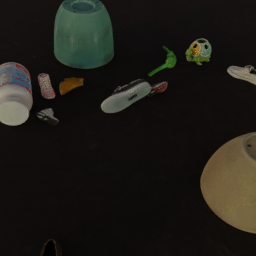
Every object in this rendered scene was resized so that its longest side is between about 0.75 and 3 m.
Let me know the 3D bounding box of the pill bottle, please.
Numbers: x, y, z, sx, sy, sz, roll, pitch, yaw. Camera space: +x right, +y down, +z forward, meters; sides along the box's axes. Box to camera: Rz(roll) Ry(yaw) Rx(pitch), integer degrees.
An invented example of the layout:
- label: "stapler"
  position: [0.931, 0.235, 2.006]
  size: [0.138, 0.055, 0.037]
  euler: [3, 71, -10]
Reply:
- label: "pill bottle"
  position: [-4.330, -1.292, 10.513]
  size: [1.382, 1.382, 2.541]
  euler: [-12, 44, -13]

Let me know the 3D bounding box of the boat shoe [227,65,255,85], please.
- label: "boat shoe"
  position: [5.298, -2.435, 12.318]
  size: [0.664, 0.607, 1.846]
  euler: [-33, 52, -30]

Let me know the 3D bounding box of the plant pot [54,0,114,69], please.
- label: "plant pot"
  position: [-2.078, -4.636, 13.197]
  size: [2.973, 2.386, 2.973]
  euler: [4, 47, -4]

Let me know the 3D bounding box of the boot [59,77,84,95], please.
- label: "boot"
  position: [-2.328, -1.800, 11.736]
  size: [0.885, 0.435, 1.236]
  euler: [-3, 36, 6]

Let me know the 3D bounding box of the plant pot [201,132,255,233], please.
- label: "plant pot"
  position: [3.456, 1.171, 7.551]
  size: [2.671, 1.793, 2.671]
  euler: [0, 43, 0]

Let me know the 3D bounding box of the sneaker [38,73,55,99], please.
- label: "sneaker"
  position: [-3.405, -1.779, 11.565]
  size: [0.494, 0.687, 1.314]
  euler: [-17, 46, -21]

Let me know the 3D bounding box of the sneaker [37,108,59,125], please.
- label: "sneaker"
  position: [-2.852, -0.492, 10.388]
  size: [0.989, 0.373, 0.569]
  euler: [21, 49, 24]

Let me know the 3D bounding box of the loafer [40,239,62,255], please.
- label: "loafer"
  position: [-1.815, 3.248, 6.166]
  size: [0.615, 0.601, 1.684]
  euler: [-6, 43, -6]

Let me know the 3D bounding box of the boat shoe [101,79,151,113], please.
- label: "boat shoe"
  position: [-0.152, -1.290, 10.673]
  size: [2.024, 0.747, 0.691]
  euler: [-31, 46, -1]

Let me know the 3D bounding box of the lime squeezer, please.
- label: "lime squeezer"
  position: [1.851, -3.244, 13.419]
  size: [1.004, 0.536, 2.842]
  euler: [-13, 35, 33]

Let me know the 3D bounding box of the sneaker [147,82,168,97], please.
- label: "sneaker"
  position: [1.174, -1.701, 11.653]
  size: [1.104, 0.445, 0.412]
  euler: [-22, 45, -21]

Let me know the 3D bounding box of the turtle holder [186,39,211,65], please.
- label: "turtle holder"
  position: [3.316, -3.697, 13.415]
  size: [1.378, 0.979, 1.047]
  euler: [-5, 43, -5]
